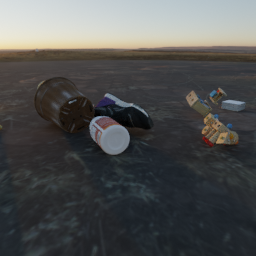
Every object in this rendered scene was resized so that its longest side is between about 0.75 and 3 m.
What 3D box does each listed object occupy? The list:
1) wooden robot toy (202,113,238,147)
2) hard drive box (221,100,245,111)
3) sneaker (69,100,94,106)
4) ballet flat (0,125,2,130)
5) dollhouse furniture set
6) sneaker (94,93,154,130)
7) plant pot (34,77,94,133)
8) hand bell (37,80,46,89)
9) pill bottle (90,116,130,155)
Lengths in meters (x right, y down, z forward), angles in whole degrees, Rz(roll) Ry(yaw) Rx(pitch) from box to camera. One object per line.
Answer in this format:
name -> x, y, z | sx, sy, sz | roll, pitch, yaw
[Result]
wooden robot toy -> 3.132, 0.279, 9.281 | 0.984, 0.956, 2.169 | 34, 13, -11
hard drive box -> 5.273, -1.133, 14.021 | 0.707, 0.348, 0.907 | -14, 22, -38
sneaker -> -2.360, -1.209, 13.895 | 1.300, 0.575, 0.489 | -3, 16, -9
ballet flat -> -5.258, -0.045, 10.810 | 0.890, 0.305, 0.281 | 8, -9, 16
dollhouse furniture set -> 3.446, -1.395, 12.432 | 0.934, 1.325, 0.928 | 32, 25, -22
sneaker -> -0.286, -0.315, 10.729 | 1.251, 1.082, 2.857 | -45, 43, -18
plant pot -> -2.362, -0.825, 10.790 | 1.922, 1.922, 1.902 | -12, 28, -34
hand bell -> -4.362, -1.657, 15.211 | 1.153, 1.153, 2.214 | -4, 31, -13
pill bottle -> -0.666, 0.157, 8.935 | 0.927, 0.927, 1.652 | -7, 19, -22
